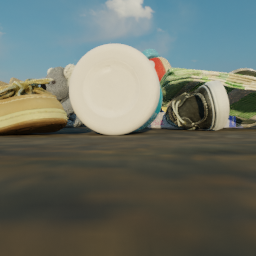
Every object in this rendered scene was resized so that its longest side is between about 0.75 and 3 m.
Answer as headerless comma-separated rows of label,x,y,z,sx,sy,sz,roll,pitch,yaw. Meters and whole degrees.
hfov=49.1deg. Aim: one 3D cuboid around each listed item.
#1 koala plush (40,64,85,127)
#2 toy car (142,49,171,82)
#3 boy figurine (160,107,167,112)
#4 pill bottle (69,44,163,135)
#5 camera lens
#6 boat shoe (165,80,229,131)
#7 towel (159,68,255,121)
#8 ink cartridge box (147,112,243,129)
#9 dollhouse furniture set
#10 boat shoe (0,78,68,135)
koala plush,-2.306,-1.093,9.601,1.959,2.132,1.891,0,0,-41
toy car,0.336,-1.355,10.971,2.794,2.471,2.575,-16,47,-9
boy figurine,0.817,-0.483,9.262,1.589,0.823,2.556,22,5,15
pill bottle,-0.038,-0.442,3.906,1.028,1.028,1.856,0,1,9
camera lens,3.730,-0.984,9.841,1.895,1.895,2.369,0,1,0
boat shoe,1.182,-0.263,5.271,0.812,0.825,2.290,-11,-7,-2
towel,1.993,-0.590,5.817,2.867,0.335,2.187,6,-11,-4
ink cartridge box,1.874,-0.210,7.697,2.370,0.497,1.414,1,0,-33
dollhouse furniture set,-3.424,-0.385,6.173,2.527,1.302,2.499,1,-10,29
boat shoe,-1.522,-0.298,3.580,0.866,0.740,2.362,-1,1,-41
